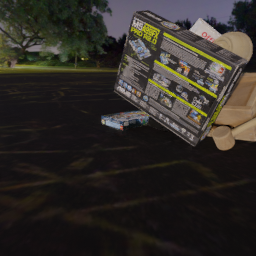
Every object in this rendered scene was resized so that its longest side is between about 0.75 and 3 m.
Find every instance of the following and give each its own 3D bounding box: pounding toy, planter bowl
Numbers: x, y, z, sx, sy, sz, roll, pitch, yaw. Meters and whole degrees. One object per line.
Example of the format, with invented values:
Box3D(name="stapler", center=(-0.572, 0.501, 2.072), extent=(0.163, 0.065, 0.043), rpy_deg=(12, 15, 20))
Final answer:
Box3D(name="pounding toy", center=(2.861, -0.214, 7.246), extent=(2.296, 1.196, 2.613), rpy_deg=(7, 46, 40))
Box3D(name="planter bowl", center=(3.090, -2.410, 8.723), extent=(0.821, 1.219, 1.219), rpy_deg=(-4, 14, -38))

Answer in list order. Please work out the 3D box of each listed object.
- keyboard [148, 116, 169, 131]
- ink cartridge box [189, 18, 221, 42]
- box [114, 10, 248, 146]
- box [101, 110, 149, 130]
Box3D(name="keyboard", center=(1.154, -0.748, 8.189), extent=(0.965, 1.853, 0.367), rpy_deg=(21, 39, 20))
Box3D(name="ink cartridge box", center=(2.609, -2.306, 10.661), extent=(2.069, 2.852, 1.194), rpy_deg=(33, 29, -11))
Box3D(name="box", center=(1.090, -1.269, 7.073), extent=(2.899, 2.322, 0.642), rpy_deg=(36, 40, 23))
Box3D(name="box", center=(0.069, -0.296, 9.475), extent=(1.617, 0.305, 1.105), rpy_deg=(-12, 18, -41))
